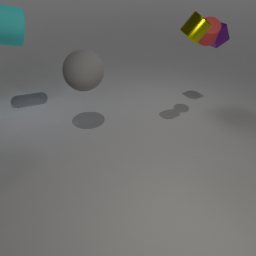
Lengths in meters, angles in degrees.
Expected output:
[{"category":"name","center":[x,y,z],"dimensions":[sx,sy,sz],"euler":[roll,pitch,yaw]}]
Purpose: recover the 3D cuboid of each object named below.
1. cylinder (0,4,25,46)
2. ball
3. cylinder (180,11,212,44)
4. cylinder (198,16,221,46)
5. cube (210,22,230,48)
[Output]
[{"category":"cylinder","center":[-4.612,-3.765,10.218],"dimensions":[1.400,1.400,1.400],"euler":[-4,28,-31]},{"category":"ball","center":[-1.526,-1.955,9.561],"dimensions":[1.400,1.400,1.400],"euler":[0,30,0]},{"category":"cylinder","center":[2.104,-3.113,8.694],"dimensions":[0.700,0.700,0.700],"euler":[34,25,-18]},{"category":"cylinder","center":[2.709,-3.264,9.475],"dimensions":[0.700,0.700,0.700],"euler":[0,71,1]},{"category":"cube","center":[3.526,-3.758,11.248],"dimensions":[0.700,0.700,0.700],"euler":[-35,39,-4]}]
